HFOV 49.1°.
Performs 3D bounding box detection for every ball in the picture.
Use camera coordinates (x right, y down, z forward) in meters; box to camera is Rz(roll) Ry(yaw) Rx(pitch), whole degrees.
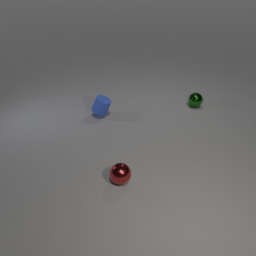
[{"bbox_3d":[3.261,-1.353,13.514,0.700,0.700,0.700,0,32,0],"label":"ball"},{"bbox_3d":[-0.240,1.458,8.959,0.700,0.700,0.700,0,32,0],"label":"ball"}]

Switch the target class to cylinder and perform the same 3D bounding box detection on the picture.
[{"bbox_3d":[-1.190,-1.011,12.520,0.700,0.700,0.700,21,31,-13],"label":"cylinder"}]
